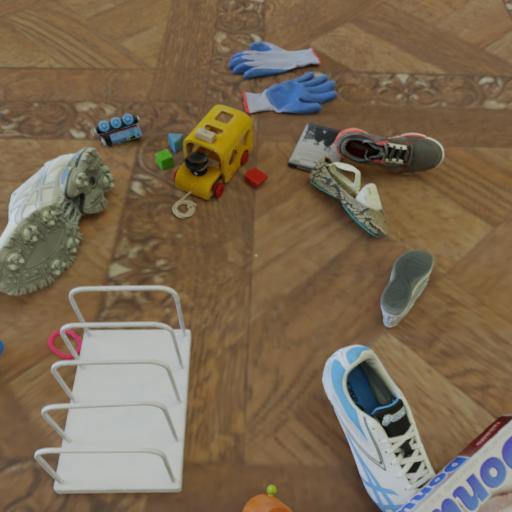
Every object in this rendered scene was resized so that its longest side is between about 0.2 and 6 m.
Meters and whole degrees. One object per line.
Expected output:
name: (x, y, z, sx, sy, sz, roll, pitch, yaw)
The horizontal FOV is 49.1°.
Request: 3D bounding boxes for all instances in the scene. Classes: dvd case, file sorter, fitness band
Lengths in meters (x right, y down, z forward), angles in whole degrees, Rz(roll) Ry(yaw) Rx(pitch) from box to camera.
dvd case: (1.286, -2.131, 11.239, 0.962, 0.158, 1.280, 17, 55, 12)
file sorter: (-1.825, 1.753, 7.499, 1.640, 1.472, 2.364, -1, 53, 0)
fitness band: (-2.941, 1.360, 8.646, 0.566, 0.106, 0.407, 32, 61, 21)

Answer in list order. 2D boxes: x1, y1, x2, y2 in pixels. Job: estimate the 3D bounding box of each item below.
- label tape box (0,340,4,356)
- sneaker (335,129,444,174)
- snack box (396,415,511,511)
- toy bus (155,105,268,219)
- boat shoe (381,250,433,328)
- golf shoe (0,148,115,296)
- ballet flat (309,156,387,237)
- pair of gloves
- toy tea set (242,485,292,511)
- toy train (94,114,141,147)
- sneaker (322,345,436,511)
label tape box: (-4.480, 1.581, 8.307, 1.157, 0.366, 0.835, 3, 53, 2)
sneaker: (2.474, -1.890, 10.493, 2.046, 0.788, 0.838, 7, 21, 9)
snack box: (2.229, 3.366, 6.531, 3.394, 0.413, 1.220, -33, 82, -19)
toy bus: (-0.879, -1.945, 10.541, 1.918, 1.050, 2.033, -15, 54, -11)
boat shoe: (2.438, 0.489, 9.113, 0.572, 0.497, 1.551, 19, 50, 22)
golf shoe: (-3.759, -0.601, 9.692, 1.520, 1.224, 3.126, 3, 46, 25)
ballet flat: (1.731, -1.171, 10.110, 0.656, 0.728, 1.934, -10, 47, -44)
pair of gloves: (0.559, -4.068, 12.618, 2.146, 0.304, 2.669, -10, 54, -7)
toy tea set: (-0.088, 3.802, 6.587, 2.062, 0.763, 1.226, -36, 90, -27)
toy train: (-2.769, -2.533, 11.308, 0.918, 0.524, 0.398, -18, 17, -7)
sneaker: (1.698, 2.364, 7.102, 0.937, 0.945, 2.607, -24, 78, -21)
